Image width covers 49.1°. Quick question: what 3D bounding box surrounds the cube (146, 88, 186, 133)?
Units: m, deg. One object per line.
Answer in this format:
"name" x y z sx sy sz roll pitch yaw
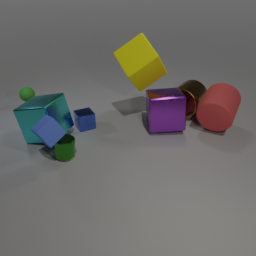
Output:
"cube" 1.488 -0.743 11.257 1.400 1.400 1.400 -4 23 -1

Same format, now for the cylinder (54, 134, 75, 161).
"cylinder" -2.176 0.666 9.624 0.700 0.700 0.700 6 29 -3

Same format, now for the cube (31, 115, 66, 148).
"cube" -2.565 0.099 9.030 0.700 0.700 0.700 -47 31 -17

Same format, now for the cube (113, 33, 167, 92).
"cube" 0.514 -2.615 11.306 1.400 1.400 1.400 -33 63 9

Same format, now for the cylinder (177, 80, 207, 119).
"cylinder" 2.640 -1.279 12.421 1.400 1.400 1.400 17 34 28

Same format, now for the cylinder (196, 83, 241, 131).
"cylinder" 3.564 -0.824 11.004 1.400 1.400 1.400 15 48 25

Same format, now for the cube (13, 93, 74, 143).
"cube" -3.120 -0.375 10.551 1.400 1.400 1.400 -3 27 21

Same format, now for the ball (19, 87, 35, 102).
"ball" -4.672 -1.564 12.978 0.700 0.700 0.700 0 29 0

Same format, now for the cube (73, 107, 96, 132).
"cube" -1.774 -0.348 11.497 0.700 0.700 0.700 -14 32 -23
